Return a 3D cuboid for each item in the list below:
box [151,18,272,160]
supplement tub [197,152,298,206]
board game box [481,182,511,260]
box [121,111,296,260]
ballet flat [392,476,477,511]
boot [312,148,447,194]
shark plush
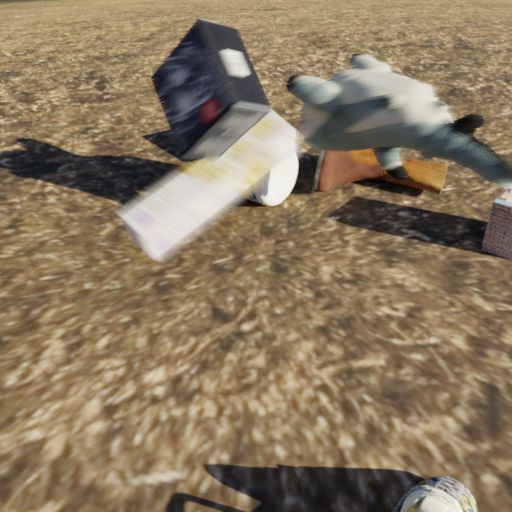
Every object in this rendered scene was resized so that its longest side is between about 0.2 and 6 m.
[{"bbox_3d":[-0.567,-1.949,6.719,0.626,1.095,1.202,-7,69,-45],"label":"box"},{"bbox_3d":[-0.205,-1.912,11.918,1.851,1.339,1.339,22,38,32],"label":"supplement tub"},{"bbox_3d":[4.731,-0.687,10.246,0.614,1.011,1.268,23,39,31],"label":"board game box"},{"bbox_3d":[-0.579,-1.027,7.773,2.705,0.523,0.561,-39,65,-17],"label":"box"},{"bbox_3d":[1.436,2.690,5.059,0.844,0.844,2.346,25,39,34],"label":"ballet flat"},{"bbox_3d":[2.751,-1.727,12.396,2.665,0.913,2.509,21,29,18],"label":"boot"},{"bbox_3d":[2.449,-2.159,9.567,4.215,1.756,1.915,22,43,31],"label":"shark plush"}]
